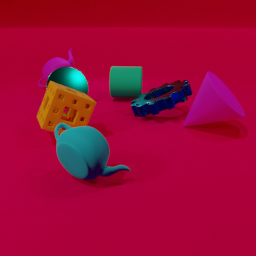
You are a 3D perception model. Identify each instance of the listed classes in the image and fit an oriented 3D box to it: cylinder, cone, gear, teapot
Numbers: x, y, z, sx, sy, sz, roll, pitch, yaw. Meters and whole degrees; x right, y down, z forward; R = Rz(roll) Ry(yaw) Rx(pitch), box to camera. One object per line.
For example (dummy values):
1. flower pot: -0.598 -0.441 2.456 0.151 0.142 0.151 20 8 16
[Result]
1. cylinder: -0.047 -1.512 9.270 1.017 1.017 1.017 2 21 4
2. cone: -2.072 -1.197 9.234 1.283 1.283 1.288 -9 -4 -21
3. cone: 1.827 -0.409 6.756 1.329 1.334 1.329 34 32 -26
4. gear: 0.923 -0.850 7.869 1.730 0.320 1.730 -22 18 7
5. teapot: -2.700 -2.235 10.779 0.952 1.944 1.209 49 4 14
6. teapot: -0.656 0.391 4.651 1.485 0.923 0.727 36 47 15

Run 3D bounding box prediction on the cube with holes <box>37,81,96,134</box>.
1. cube with holes: -1.403 -0.405 6.282 0.903 0.903 0.903 19 10 -28
